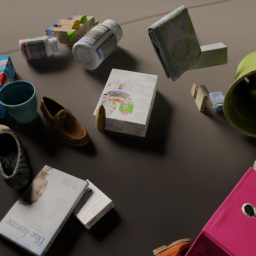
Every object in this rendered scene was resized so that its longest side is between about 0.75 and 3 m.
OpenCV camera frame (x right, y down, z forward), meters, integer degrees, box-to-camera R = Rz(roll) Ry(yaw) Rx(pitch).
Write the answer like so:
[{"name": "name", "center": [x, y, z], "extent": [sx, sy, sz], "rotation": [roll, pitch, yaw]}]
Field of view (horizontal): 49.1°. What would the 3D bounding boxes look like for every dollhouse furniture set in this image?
[{"name": "dollhouse furniture set", "center": [3.479, -1.433, 11.410], "extent": [1.364, 0.890, 1.287], "rotation": [-8, 52, -7]}]

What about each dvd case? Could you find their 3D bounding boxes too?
[{"name": "dvd case", "center": [-2.621, 2.417, 8.631], "extent": [1.843, 0.227, 2.584], "rotation": [17, 54, 21]}]

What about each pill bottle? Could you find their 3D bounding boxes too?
[{"name": "pill bottle", "center": [-4.174, -3.821, 13.281], "extent": [1.680, 0.930, 0.930], "rotation": [-10, 52, -7]}, {"name": "pill bottle", "center": [-1.337, -3.962, 13.101], "extent": [1.389, 1.389, 2.442], "rotation": [24, 55, 18]}]

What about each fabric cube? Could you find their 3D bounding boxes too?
[{"name": "fabric cube", "center": [3.180, 2.946, 6.969], "extent": [2.382, 2.390, 2.344], "rotation": [37, 59, 25]}]

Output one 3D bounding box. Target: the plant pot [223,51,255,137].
[{"name": "plant pot", "center": [5.159, -1.587, 10.655], "extent": [2.907, 2.907, 2.761], "rotation": [12, 40, 10]}]

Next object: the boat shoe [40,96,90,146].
[{"name": "boat shoe", "center": [-2.477, -0.285, 10.499], "extent": [2.570, 0.874, 0.924], "rotation": [34, 59, 24]}]

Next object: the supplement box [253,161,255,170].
[{"name": "supplement box", "center": [4.656, 1.468, 8.703], "extent": [1.005, 1.495, 1.496], "rotation": [12, 52, 9]}]

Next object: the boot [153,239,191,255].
[{"name": "boot", "center": [1.333, 3.506, 7.825], "extent": [1.131, 0.424, 0.606], "rotation": [-20, 60, -8]}]

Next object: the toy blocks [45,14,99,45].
[{"name": "toy blocks", "center": [-2.906, -5.013, 14.172], "extent": [1.798, 1.315, 2.631], "rotation": [13, 45, 23]}]

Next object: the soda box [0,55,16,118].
[{"name": "soda box", "center": [-5.533, -1.758, 11.636], "extent": [0.992, 0.939, 2.926], "rotation": [-3, 52, -3]}]

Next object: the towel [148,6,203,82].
[{"name": "towel", "center": [1.597, -2.725, 9.146], "extent": [1.658, 1.937, 0.466], "rotation": [-41, 29, -26]}]

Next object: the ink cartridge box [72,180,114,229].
[{"name": "ink cartridge box", "center": [-1.272, 2.364, 8.835], "extent": [1.072, 0.334, 1.332], "rotation": [-37, 44, -25]}]

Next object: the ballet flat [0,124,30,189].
[{"name": "ballet flat", "center": [-4.084, 0.810, 9.629], "extent": [0.984, 0.841, 2.961], "rotation": [-27, 54, -17]}]

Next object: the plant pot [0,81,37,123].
[{"name": "plant pot", "center": [-4.090, -0.894, 10.743], "extent": [1.343, 1.262, 1.343], "rotation": [0, 51, 0]}]

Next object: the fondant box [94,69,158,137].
[{"name": "fondant box", "center": [-0.007, -1.090, 11.196], "extent": [1.975, 0.797, 2.738], "rotation": [11, 51, 8]}]

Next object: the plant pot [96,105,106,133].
[{"name": "plant pot", "center": [-0.805, -0.271, 8.214], "extent": [0.115, 0.835, 0.835], "rotation": [0, 51, 11]}]

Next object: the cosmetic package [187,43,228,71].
[{"name": "cosmetic package", "center": [2.912, -2.750, 10.794], "extent": [1.658, 0.748, 0.886], "rotation": [-11, 26, 7]}]
